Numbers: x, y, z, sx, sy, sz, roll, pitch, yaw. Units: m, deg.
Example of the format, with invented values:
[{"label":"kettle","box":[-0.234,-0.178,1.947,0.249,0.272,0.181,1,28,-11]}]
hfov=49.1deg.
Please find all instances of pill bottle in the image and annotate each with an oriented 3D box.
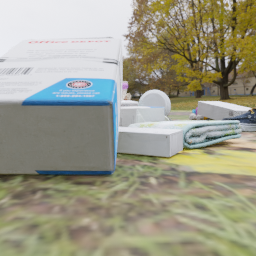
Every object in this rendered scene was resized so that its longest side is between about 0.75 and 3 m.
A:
[{"label":"pill bottle","box":[1.247,-0.984,13.022,1.468,1.468,2.652,1,1,8]}]

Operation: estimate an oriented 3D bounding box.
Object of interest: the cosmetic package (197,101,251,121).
[{"label":"cosmetic package","box":[4.522,-0.717,13.060,1.223,0.750,2.963,-3,13,-15]}]

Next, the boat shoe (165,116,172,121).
[{"label":"boat shoe","box":[1.587,-0.296,11.726,0.377,0.451,1.263,-7,2,-14]}]

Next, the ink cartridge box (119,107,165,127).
[{"label":"ink cartridge box","box":[-0.299,-0.214,8.178,2.400,0.807,1.394,2,6,39]}]

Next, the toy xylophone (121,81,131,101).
[{"label":"toy xylophone","box":[-1.049,-1.121,8.890,2.522,0.634,1.847,3,12,30]}]

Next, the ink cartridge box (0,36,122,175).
[{"label":"ink cartridge box","box":[-1.038,-0.525,4.259,1.873,1.082,2.566,0,31,2]}]

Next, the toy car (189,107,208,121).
[{"label":"toy car","box":[3.869,-0.738,15.079,0.935,0.801,1.068,-5,7,-41]}]

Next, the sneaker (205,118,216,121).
[{"label":"sneaker","box":[4.234,-0.420,14.155,0.793,0.311,0.315,-5,12,-34]}]

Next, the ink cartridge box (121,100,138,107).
[{"label":"ink cartridge box","box":[-0.976,-0.552,10.789,2.477,1.033,1.799,0,8,-11]}]

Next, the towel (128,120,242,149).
[{"label":"towel","box":[1.335,0.101,6.584,2.156,0.519,1.846,-3,3,-37]}]

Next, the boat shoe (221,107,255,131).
[{"label":"boat shoe","box":[4.450,-0.489,9.558,2.576,1.169,0.911,1,5,13]}]

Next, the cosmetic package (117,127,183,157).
[{"label":"cosmetic package","box":[0.097,0.230,5.197,1.693,0.429,0.699,3,5,29]}]
